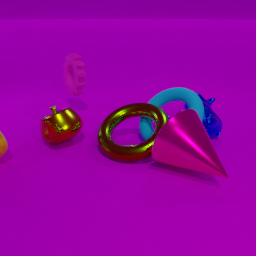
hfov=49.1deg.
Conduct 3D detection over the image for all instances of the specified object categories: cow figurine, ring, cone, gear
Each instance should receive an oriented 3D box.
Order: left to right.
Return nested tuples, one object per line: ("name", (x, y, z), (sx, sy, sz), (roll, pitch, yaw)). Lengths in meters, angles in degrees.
("gear", (-1.782, -1.754, 9.255), (0.250, 1.352, 1.352), (-9, 24, -32))
("ring", (0.134, 0.053, 6.874), (1.848, 0.370, 1.848), (-10, 44, 10))
("ring", (1.077, -0.276, 7.198), (1.771, 0.354, 1.771), (-19, 52, 26))
("cone", (1.450, 0.559, 5.633), (1.393, 1.393, 1.398), (-18, 44, -35))
("cow figurine", (2.136, -0.351, 7.950), (1.631, 0.910, 1.658), (7, 38, -45))

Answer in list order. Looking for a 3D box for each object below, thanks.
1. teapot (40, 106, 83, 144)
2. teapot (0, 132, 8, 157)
("teapot", (-1.764, -0.133, 7.158), (1.124, 0.885, 1.808), (-21, 13, 8))
("teapot", (-3.249, 0.329, 6.282), (0.944, 1.518, 0.743), (7, 57, -44))
